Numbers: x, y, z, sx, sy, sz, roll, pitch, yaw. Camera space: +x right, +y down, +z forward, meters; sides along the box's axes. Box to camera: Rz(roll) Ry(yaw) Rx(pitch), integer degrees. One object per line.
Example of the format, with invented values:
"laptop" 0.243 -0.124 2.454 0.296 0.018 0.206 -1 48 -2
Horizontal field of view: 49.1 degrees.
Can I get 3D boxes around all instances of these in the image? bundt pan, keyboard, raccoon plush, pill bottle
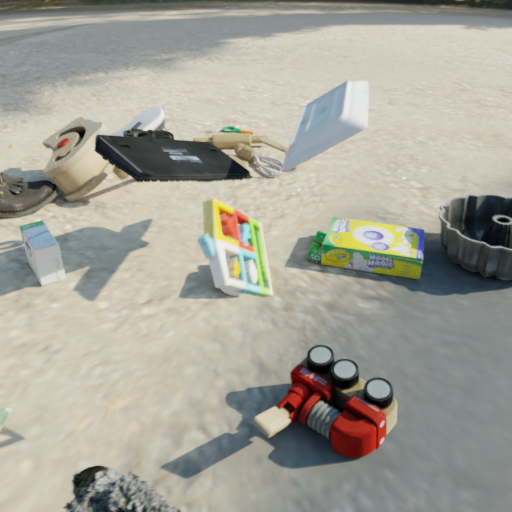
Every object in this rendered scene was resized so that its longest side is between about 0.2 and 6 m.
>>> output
"bundt pan" 4.894 -0.338 11.352 2.486 0.933 2.486 0 32 0
"keyboard" -1.592 -1.863 10.595 1.867 0.399 3.110 40 27 24
"raccoon plush" -1.333 3.192 5.448 2.541 1.229 1.703 10 41 15
"pill bottle" -0.346 0.197 10.743 0.635 0.635 1.144 3 31 5

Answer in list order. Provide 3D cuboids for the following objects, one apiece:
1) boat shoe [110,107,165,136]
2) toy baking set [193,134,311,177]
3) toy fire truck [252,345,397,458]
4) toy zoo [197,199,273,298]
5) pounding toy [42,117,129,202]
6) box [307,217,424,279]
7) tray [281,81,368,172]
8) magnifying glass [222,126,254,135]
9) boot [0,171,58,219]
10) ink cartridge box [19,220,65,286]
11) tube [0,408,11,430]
"boat shoe" -3.603 -3.293 16.225 0.891 0.845 2.550 29 65 26
"toy baking set" -0.391 -2.868 16.078 3.628 0.422 2.784 -5 35 -7
"toy fire truck" 0.842 2.102 7.404 1.482 1.083 1.683 27 52 36
"toy zoo" -0.223 -0.063 6.164 0.147 0.940 1.432 -15 -16 22
"pounding toy" -4.248 -2.155 14.421 1.940 1.946 3.393 -45 37 -14
"box" 2.268 -0.221 11.550 2.260 0.547 1.326 7 31 14
"tray" 1.292 -2.594 10.497 1.641 0.339 3.057 -27 22 24
"magnifying glass" -0.603 -4.067 18.264 1.116 0.125 0.444 12 33 22
"boot" -6.222 -2.149 12.665 3.030 2.638 1.049 -15 34 -22
"ink cartridge box" -4.192 -0.068 10.987 0.504 0.837 1.152 -20 36 -29
"tube" -4.232 2.264 7.669 1.568 0.455 0.407 6 -6 4
